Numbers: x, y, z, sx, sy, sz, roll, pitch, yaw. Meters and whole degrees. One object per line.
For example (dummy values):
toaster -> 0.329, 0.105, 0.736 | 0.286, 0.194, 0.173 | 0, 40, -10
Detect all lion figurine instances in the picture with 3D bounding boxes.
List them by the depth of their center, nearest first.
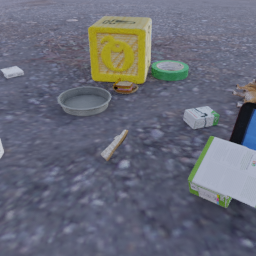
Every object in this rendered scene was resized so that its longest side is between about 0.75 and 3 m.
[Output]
lion figurine -> 5.103, -1.242, 11.441 | 1.312, 0.777, 2.143 | 9, 46, 0

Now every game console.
game console -> 3.897, 0.678, 7.377 | 2.635, 1.564, 2.271 | 20, 36, 29

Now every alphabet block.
alphabet block -> -0.281, -3.933, 13.854 | 2.670, 2.656, 2.719 | 3, 33, 9

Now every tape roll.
tape roll -> 2.137, -2.969, 14.350 | 1.879, 0.452, 1.879 | 0, 32, 0

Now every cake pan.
cake pan -> -1.743, -1.093, 11.356 | 2.142, 0.393, 2.142 | 0, 32, 0

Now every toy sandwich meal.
toy sandwich meal -> -0.132, -1.938, 12.674 | 1.300, 0.445, 1.300 | 0, 32, 0

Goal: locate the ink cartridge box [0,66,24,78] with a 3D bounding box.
ink cartridge box -> -5.978, -2.880, 14.430 | 0.857, 0.267, 1.066 | -22, 33, -31

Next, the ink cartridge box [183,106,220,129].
ink cartridge box -> 2.637, -0.385, 10.133 | 1.028, 0.427, 0.753 | -11, 35, -21

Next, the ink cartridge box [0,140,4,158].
ink cartridge box -> -4.231, 0.606, 8.435 | 0.785, 0.571, 0.330 | 0, 32, 0

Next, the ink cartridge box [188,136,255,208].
ink cartridge box -> 2.663, 1.220, 6.807 | 1.969, 0.746, 1.456 | 20, 62, 29

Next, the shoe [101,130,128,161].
shoe -> -0.390, 0.462, 8.460 | 0.307, 0.402, 1.151 | 35, 68, 6
